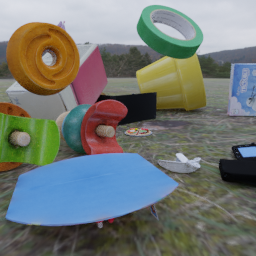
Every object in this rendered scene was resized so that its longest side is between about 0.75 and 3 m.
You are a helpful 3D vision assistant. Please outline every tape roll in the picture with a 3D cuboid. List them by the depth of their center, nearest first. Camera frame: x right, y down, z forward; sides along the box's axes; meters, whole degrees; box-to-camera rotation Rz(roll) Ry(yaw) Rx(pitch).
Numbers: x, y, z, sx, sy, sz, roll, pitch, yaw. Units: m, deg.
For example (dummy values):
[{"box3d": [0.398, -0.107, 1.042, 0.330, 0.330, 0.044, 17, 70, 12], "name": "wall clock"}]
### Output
[{"box3d": [1.208, -2.780, 8.024, 1.913, 0.460, 1.913, 12, 49, -14], "name": "tape roll"}]

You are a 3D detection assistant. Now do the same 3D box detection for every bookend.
[{"box3d": [-0.438, -0.858, 10.510, 2.190, 1.009, 2.176, -11, 16, -42], "name": "bookend"}]

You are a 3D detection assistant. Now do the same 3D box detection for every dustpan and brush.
[{"box3d": [1.071, 0.658, 5.199, 0.821, 0.337, 1.176, -2, 13, -9], "name": "dustpan and brush"}]

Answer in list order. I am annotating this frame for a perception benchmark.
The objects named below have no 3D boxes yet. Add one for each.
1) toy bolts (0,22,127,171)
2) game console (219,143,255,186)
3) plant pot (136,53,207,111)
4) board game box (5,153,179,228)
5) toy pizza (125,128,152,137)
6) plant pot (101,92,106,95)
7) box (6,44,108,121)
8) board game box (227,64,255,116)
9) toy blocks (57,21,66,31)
[{"box3d": [-1.599, -0.419, 5.778, 2.870, 2.742, 1.991, 13, -5, -41], "name": "toy bolts"}, {"box3d": [2.393, 0.641, 5.473, 1.262, 0.258, 2.140, 3, 12, 11], "name": "game console"}, {"box3d": [1.832, -1.976, 12.322, 2.601, 2.764, 2.764, -14, 10, 10], "name": "plant pot"}, {"box3d": [-0.520, 0.912, 3.868, 1.943, 0.479, 2.459, -9, 10, -15], "name": "board game box"}, {"box3d": [0.303, 0.104, 8.190, 0.798, 0.126, 0.798, 0, 12, 0], "name": "toy pizza"}, {"box3d": [-1.323, -0.947, 11.556, 0.880, 0.880, 0.945, 3, 25, 15], "name": "plant pot"}, {"box3d": [-2.014, -1.288, 8.722, 1.770, 1.508, 2.768, 3, 42, 20], "name": "box"}, {"box3d": [5.020, -1.472, 10.921, 2.007, 2.017, 0.437, 1, 13, 5], "name": "board game box"}, {"box3d": [-2.750, -3.693, 11.292, 1.436, 1.209, 1.342, 5, 18, -32], "name": "toy blocks"}]
